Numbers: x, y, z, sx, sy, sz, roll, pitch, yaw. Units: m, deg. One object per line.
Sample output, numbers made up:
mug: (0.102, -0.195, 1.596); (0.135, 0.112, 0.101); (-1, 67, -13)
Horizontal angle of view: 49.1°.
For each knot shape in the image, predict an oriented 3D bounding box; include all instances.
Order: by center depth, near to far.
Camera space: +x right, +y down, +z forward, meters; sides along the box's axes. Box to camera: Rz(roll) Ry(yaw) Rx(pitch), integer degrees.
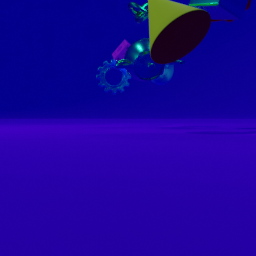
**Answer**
knot shape: (0.578, -3.789, 9.167); (1.219, 0.563, 1.140); (4, 34, 2)
knot shape: (1.300, -2.587, 9.425); (0.947, 2.049, 1.917); (20, 28, 3)

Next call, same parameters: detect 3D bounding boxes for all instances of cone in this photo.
cone: (0.707, -2.190, 5.504); (1.298, 1.303, 1.298); (-25, -22, -11)

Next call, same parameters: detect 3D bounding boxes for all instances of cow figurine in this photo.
cow figurine: (2.417, -3.314, 7.431); (1.715, 0.942, 1.688); (-5, 31, 11)

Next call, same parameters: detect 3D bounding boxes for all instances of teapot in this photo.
teapot: (0.603, -1.882, 8.005); (1.996, 1.241, 0.977); (-7, 32, -10)

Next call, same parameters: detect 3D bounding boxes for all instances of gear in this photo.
gear: (-0.685, -2.454, 13.522); (1.636, 1.636, 0.302); (0, 3, -7)

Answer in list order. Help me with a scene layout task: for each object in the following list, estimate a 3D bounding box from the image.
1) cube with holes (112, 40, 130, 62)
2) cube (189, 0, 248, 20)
cube with holes: (-0.053, -3.065, 11.858); (0.837, 0.837, 0.837); (37, 17, -25)
cube: (1.777, -2.576, 5.330); (0.763, 0.763, 0.763); (9, 13, -38)
